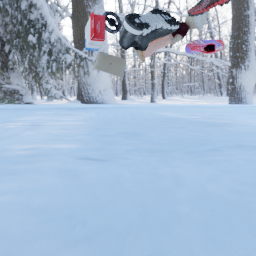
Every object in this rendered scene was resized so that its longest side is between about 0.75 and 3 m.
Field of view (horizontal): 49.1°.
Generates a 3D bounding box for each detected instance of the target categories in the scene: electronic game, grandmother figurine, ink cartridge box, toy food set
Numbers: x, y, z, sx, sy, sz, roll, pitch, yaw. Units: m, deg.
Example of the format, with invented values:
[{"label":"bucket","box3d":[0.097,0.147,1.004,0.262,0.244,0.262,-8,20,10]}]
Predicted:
[{"label":"electronic game","box3d":[-0.637,-4.125,10.939,0.896,0.896,0.186,-4,0,-35]},{"label":"grandmother figurine","box3d":[1.550,-3.349,10.074,2.774,0.840,1.682,-29,36,9]},{"label":"ink cartridge box","box3d":[-1.142,-3.371,9.836,0.507,0.876,1.508,0,-3,-18]},{"label":"toy food set","box3d":[-0.739,-2.469,11.274,1.282,0.920,0.387,16,-27,-7]}]

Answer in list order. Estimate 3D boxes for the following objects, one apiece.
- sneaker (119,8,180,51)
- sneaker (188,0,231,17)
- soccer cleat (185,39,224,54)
[{"label":"sneaker","box3d":[0.610,-2.994,8.727,2.570,0.854,1.163,-27,-18,-43]},{"label":"sneaker","box3d":[1.586,-2.543,5.597,0.883,0.432,0.312,-15,22,31]},{"label":"soccer cleat","box3d":[2.672,-2.923,10.164,1.626,0.542,0.622,12,34,45]}]
